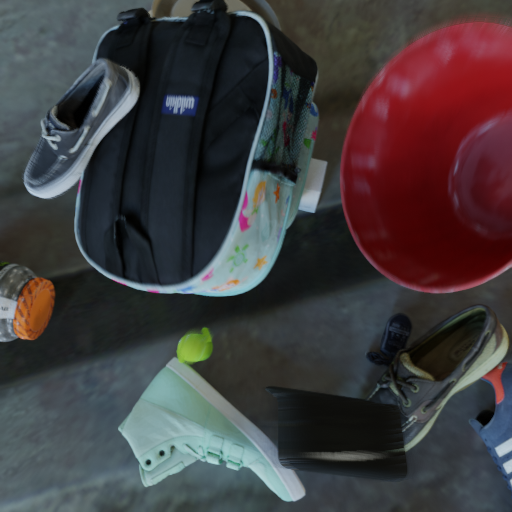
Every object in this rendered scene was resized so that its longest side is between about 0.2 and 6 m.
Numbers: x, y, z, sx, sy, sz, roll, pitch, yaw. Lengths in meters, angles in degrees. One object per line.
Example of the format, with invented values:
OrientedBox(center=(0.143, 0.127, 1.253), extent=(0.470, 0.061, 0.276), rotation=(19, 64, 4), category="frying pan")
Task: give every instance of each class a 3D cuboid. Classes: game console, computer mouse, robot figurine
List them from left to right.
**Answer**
OrientedBox(center=(-0.871, 1.317, 8.046), extent=(0.584, 0.665, 0.385), rotation=(-37, 73, 10), category="robot figurine")
OrientedBox(center=(0.921, 2.136, 6.897), extent=(1.524, 0.887, 1.341), rotation=(10, 50, -9), category="game console")
OrientedBox(center=(2.119, 1.311, 8.706), extent=(0.620, 0.236, 0.895), rotation=(22, 88, 4), category="computer mouse")

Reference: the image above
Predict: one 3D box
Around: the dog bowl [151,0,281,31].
OrientedBox(center=(-0.705, -3.754, 9.546), extent=(2.199, 0.645, 2.199), rotation=(6, 67, -15), category="dog bowl")

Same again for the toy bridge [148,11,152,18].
OrientedBox(center=(-1.613, -3.483, 9.809), extent=(1.305, 0.529, 3.884), rotation=(21, 76, 8), category="toy bridge")

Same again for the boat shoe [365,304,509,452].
OrientedBox(center=(2.277, 1.732, 7.930), extent=(2.907, 0.955, 1.039), rotation=(-39, 38, -2), category="boat shoe")

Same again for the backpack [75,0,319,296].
OrientedBox(center=(-0.857, -1.205, 7.773), extent=(3.141, 2.664, 3.539), rotation=(10, 85, 31), category="backpack")

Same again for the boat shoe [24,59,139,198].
OrientedBox(center=(-2.255, -1.519, 6.737), extent=(1.984, 0.673, 0.712), rotation=(-42, 72, 15), category="boat shoe")

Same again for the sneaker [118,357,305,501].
OrientedBox(center=(-0.697, 2.857, 7.864), extent=(2.673, 0.984, 1.577), rotation=(37, 72, 19), category="sneaker")

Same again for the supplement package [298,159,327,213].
OrientedBox(center=(0.777, -1.139, 8.973), extent=(0.544, 0.928, 0.542), rotation=(14, 76, 4), category="supplement package")

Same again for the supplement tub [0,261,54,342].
OrientedBox(center=(-4.129, 0.601, 8.386), extent=(1.915, 1.173, 1.173), rotation=(12, 75, 4), category="supplement tub")

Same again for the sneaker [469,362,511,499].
OrientedBox(center=(3.672, 2.796, 8.029), extent=(1.106, 0.981, 2.617), rotation=(-2, 88, 36), category="sneaker")

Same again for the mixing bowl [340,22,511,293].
OrientedBox(center=(2.871, -1.157, 7.387), extent=(1.762, 3.254, 3.254), rotation=(2, 71, -38), category="mixing bowl")
